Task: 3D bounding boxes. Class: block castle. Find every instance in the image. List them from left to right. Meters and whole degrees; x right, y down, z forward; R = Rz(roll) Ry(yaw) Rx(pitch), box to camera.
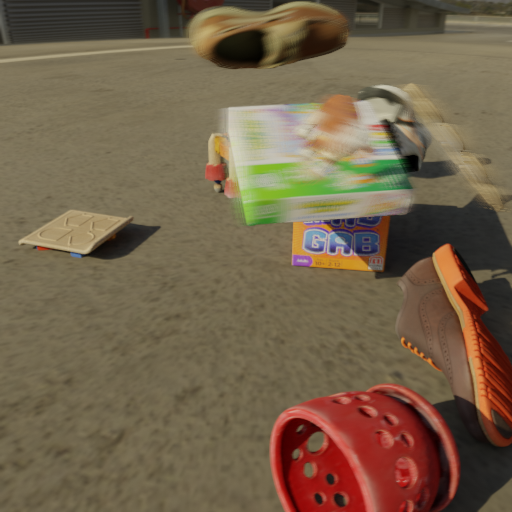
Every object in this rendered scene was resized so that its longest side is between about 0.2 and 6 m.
[{"bbox_3d":[0.575,-2.236,14.186,3.378,1.585,2.257,-8,25,-20],"label":"block castle"}]

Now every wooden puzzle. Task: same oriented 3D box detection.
[{"bbox_3d":[-3.780,-0.446,11.971,1.847,0.428,1.711,5,27,19],"label":"wooden puzzle"}]

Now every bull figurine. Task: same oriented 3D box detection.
[{"bbox_3d":[0.949,-1.460,6.784,0.831,0.446,1.369,-34,29,28],"label":"bull figurine"}]

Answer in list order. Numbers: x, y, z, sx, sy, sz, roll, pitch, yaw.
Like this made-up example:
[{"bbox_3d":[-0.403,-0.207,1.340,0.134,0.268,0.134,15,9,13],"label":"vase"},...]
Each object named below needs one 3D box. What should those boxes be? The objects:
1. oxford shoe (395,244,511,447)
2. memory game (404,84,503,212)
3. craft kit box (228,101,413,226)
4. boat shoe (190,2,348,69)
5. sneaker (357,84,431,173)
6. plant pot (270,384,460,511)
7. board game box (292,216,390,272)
[{"bbox_3d":[2.799,1.314,8.127,1.259,1.235,3.471,-31,27,26],"label":"oxford shoe"},{"bbox_3d":[2.767,-1.528,7.852,0.140,2.198,2.198,-38,22,17],"label":"memory game"},{"bbox_3d":[0.903,-1.581,9.019,2.486,0.611,2.517,-7,47,-6],"label":"craft kit box"},{"bbox_3d":[0.328,-4.290,11.344,3.231,1.222,1.193,-8,48,-11],"label":"boat shoe"},{"bbox_3d":[2.700,-2.427,10.816,0.824,2.235,0.894,-5,61,46],"label":"sneaker"},{"bbox_3d":[1.128,2.124,5.772,1.435,1.575,1.575,-12,29,-35],"label":"plant pot"},{"bbox_3d":[1.722,-0.939,11.327,1.816,1.817,1.816,4,28,8],"label":"board game box"}]
